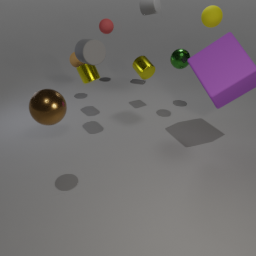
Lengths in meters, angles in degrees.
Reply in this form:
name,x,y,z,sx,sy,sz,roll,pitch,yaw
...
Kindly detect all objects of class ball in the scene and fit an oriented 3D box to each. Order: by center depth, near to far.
name,x,y,z,sx,sy,sz,roll,pitch,yaw
ball,-1.525,-0.397,5.349,0.700,0.700,0.700,0,29,0
ball,2.839,-3.770,9.484,0.700,0.700,0.700,0,29,0
ball,1.830,-2.413,9.789,0.700,0.700,0.700,0,29,0
ball,-2.176,-2.959,12.121,0.700,0.700,0.700,0,29,0
ball,-1.032,-4.834,13.314,0.700,0.700,0.700,0,29,0

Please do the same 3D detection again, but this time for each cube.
name,x,y,z,sx,sy,sz,roll,pitch,yaw
cube,2.835,-1.637,8.311,1.400,1.400,1.400,-32,68,17

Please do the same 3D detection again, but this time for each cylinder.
name,x,y,z,sx,sy,sz,roll,pitch,yaw
cylinder,-1.088,-2.189,8.035,0.700,0.700,0.700,-16,24,-26
cylinder,-1.498,-2.088,10.610,0.700,0.700,0.700,-23,12,5
cylinder,0.641,-2.440,11.325,0.700,0.700,0.700,-17,57,-28
cylinder,0.961,-5.263,12.064,0.700,0.700,0.700,5,27,30
